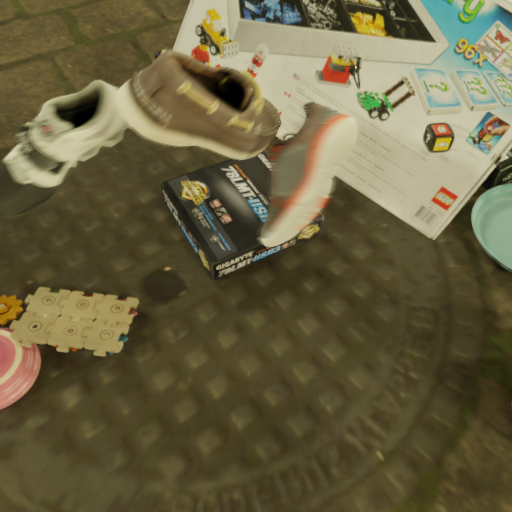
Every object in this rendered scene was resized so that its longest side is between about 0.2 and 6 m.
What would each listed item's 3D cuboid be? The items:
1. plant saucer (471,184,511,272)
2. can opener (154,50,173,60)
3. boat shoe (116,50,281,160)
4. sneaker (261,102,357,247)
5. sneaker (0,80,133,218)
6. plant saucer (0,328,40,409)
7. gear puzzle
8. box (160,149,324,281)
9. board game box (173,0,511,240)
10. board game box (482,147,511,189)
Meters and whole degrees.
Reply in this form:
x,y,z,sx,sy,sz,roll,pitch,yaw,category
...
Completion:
x,y,z,sx,sy,sz,roll,pitch,yaw,category
5.020,-0.384,10.002,2.362,0.324,2.362,0,50,1,plant saucer
-1.237,-3.507,9.933,1.092,0.346,0.429,-4,55,-20,can opener
-0.416,-1.877,6.974,2.819,0.839,1.013,-7,66,-56,boat shoe
0.500,-1.025,7.077,0.810,1.977,0.762,41,28,21,sneaker
-2.908,-1.577,7.784,2.499,1.106,0.926,-43,80,-5,sneaker
-3.964,1.626,8.322,1.398,0.354,1.398,0,51,0,plant saucer
-3.127,1.044,8.783,2.383,0.312,1.234,6,41,2,gear puzzle
-0.291,-0.862,10.260,2.233,0.559,2.250,-23,55,-17,box
1.448,-2.947,8.222,5.121,3.233,0.886,35,35,6,board game box
4.733,-3.487,12.344,3.071,0.639,4.540,-24,54,-18,board game box
